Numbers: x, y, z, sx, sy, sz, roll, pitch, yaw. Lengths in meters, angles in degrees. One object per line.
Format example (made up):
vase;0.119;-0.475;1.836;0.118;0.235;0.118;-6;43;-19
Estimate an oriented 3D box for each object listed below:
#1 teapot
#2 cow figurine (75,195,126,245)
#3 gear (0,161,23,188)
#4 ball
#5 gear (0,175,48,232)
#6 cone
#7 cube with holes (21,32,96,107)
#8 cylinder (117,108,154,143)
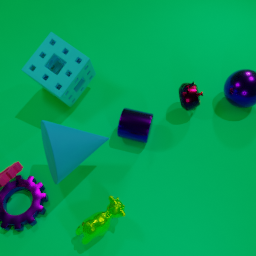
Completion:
teapot;1.938;-1.005;8.573;0.693;1.415;0.880;-10;62;20
cow figurine;-0.614;2.179;6.696;1.133;1.115;0.622;-12;54;-50
gear;-3.254;1.313;7.198;1.159;1.159;0.214;-40;103;-23
ball;3.655;-1.239;8.824;1.226;1.226;1.226;0;57;0
gear;-2.843;1.943;7.333;1.423;0.263;1.423;0;57;0
cone;-1.209;0.433;7.064;1.588;1.582;1.582;-13;57;-23
cube with holes;-2.034;-1.715;8.591;1.396;1.396;1.396;35;85;5
cylinder;0.228;-0.075;8.246;0.897;0.897;0.897;13;58;8
